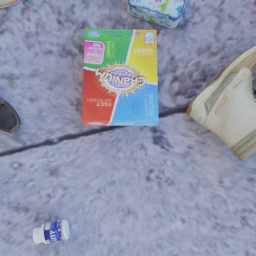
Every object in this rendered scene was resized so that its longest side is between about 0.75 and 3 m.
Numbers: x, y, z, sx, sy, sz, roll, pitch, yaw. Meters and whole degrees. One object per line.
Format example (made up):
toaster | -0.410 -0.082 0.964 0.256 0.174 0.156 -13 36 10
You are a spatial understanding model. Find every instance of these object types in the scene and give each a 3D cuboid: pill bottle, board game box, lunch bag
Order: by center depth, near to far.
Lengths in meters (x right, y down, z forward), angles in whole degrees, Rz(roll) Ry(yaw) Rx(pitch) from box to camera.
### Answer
pill bottle | -1.863 2.537 6.798 0.786 0.470 0.470 -13 82 -1
board game box | -0.188 -1.299 7.215 1.896 0.500 2.478 0 78 -1
lunch bag | 0.808 -3.519 7.595 1.530 0.631 1.230 20 79 2

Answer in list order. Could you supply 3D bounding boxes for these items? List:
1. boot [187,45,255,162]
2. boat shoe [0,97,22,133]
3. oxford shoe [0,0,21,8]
boot | 3.001 -0.653 6.843 2.560 0.923 1.980 -44 71 0
boat shoe | -3.584 -0.636 7.107 2.030 0.744 0.756 41 84 5
oxford shoe | -3.059 -3.973 7.647 1.681 0.621 0.595 -43 84 -6
